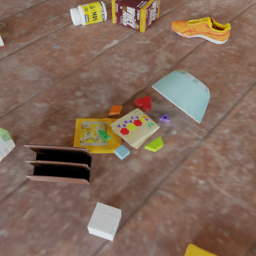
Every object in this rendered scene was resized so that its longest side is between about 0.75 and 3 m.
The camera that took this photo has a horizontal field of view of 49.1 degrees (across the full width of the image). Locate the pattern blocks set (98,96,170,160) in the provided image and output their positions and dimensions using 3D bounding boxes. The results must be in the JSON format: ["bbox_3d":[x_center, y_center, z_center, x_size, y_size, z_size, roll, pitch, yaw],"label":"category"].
[{"bbox_3d":[0.290,-0.041,10.259,2.764,0.224,2.429,-24,59,-27],"label":"pattern blocks set"}]

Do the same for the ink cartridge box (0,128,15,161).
[{"bbox_3d":[-4.586,0.798,9.326,0.514,0.894,1.526,23,54,17],"label":"ink cartridge box"}]

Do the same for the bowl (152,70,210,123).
[{"bbox_3d":[2.042,-1.275,10.010,2.177,2.177,1.139,42,102,28],"label":"bowl"}]

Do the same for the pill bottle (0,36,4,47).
[{"bbox_3d":[-6.704,-4.060,13.225,1.382,0.770,0.770,-27,57,-19],"label":"pill bottle"}]

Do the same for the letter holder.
[{"bbox_3d":[-2.170,1.117,8.659,1.898,1.349,0.954,3,71,3],"label":"letter holder"}]

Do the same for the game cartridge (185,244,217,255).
[{"bbox_3d":[2.390,4.519,6.761,2.717,0.441,2.395,20,55,18],"label":"game cartridge"}]

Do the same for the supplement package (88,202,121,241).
[{"bbox_3d":[-0.660,2.690,8.061,0.732,0.563,0.765,15,53,11],"label":"supplement package"}]

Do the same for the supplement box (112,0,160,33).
[{"bbox_3d":[0.438,-6.222,14.611,1.876,1.246,1.850,24,56,18],"label":"supplement box"}]

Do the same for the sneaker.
[{"bbox_3d":[3.575,-5.016,13.775,2.886,1.113,1.053,12,54,12],"label":"sneaker"}]

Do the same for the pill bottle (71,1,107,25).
[{"bbox_3d":[-2.045,-5.922,14.554,1.698,0.971,0.971,-19,54,-13],"label":"pill bottle"}]

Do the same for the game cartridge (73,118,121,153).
[{"bbox_3d":[-1.091,0.249,10.162,1.659,0.269,1.462,-1,52,-1],"label":"game cartridge"}]
